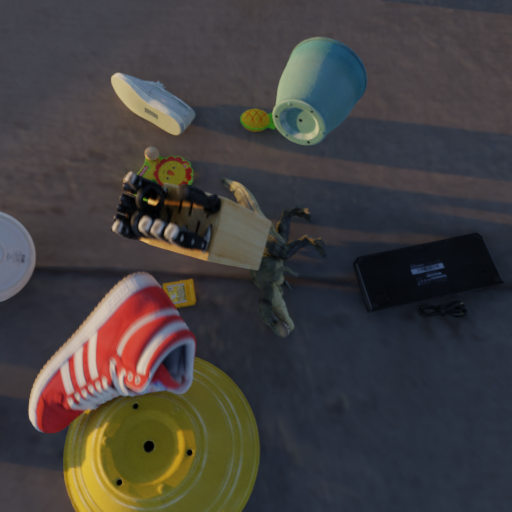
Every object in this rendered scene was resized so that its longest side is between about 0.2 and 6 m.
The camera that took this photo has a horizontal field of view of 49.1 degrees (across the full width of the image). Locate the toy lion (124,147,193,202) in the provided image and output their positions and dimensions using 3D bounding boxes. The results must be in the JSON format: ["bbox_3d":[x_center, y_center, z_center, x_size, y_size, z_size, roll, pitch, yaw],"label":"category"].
[{"bbox_3d":[-1.791,-1.479,10.663,1.065,0.382,1.111,32,72,3],"label":"toy lion"}]

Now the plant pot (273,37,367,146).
[{"bbox_3d":[1.019,-2.761,9.841,1.497,1.497,1.407,23,61,8],"label":"plant pot"}]

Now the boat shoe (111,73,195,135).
[{"bbox_3d":[-2.026,-3.109,11.162,1.863,0.650,0.663,36,59,11],"label":"boat shoe"}]

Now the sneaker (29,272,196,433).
[{"bbox_3d":[-2.009,1.804,7.921,1.623,1.028,2.886,43,101,30],"label":"sneaker"}]

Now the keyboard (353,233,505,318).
[{"bbox_3d":[3.080,0.484,9.915,2.463,0.316,1.479,-12,63,-4],"label":"keyboard"}]

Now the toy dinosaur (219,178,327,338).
[{"bbox_3d":[0.396,-0.271,9.990,1.445,0.778,3.279,-17,67,1],"label":"toy dinosaur"}]

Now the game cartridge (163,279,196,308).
[{"bbox_3d":[-1.361,0.678,9.941,0.543,0.088,0.479,-10,69,-3],"label":"game cartridge"}]

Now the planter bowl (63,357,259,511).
[{"bbox_3d":[-1.516,2.894,8.445,3.151,1.312,3.151,0,68,0],"label":"planter bowl"}]

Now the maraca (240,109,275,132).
[{"bbox_3d":[0.069,-2.675,11.062,0.773,0.414,0.530,1,58,-8],"label":"maraca"}]

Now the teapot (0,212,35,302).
[{"bbox_3d":[-4.703,0.037,9.613,1.722,1.258,1.700,-43,104,-32],"label":"teapot"}]

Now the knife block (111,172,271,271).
[{"bbox_3d":[-0.670,-0.389,8.025,2.860,2.511,0.915,16,91,-26],"label":"knife block"}]
